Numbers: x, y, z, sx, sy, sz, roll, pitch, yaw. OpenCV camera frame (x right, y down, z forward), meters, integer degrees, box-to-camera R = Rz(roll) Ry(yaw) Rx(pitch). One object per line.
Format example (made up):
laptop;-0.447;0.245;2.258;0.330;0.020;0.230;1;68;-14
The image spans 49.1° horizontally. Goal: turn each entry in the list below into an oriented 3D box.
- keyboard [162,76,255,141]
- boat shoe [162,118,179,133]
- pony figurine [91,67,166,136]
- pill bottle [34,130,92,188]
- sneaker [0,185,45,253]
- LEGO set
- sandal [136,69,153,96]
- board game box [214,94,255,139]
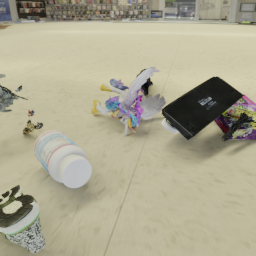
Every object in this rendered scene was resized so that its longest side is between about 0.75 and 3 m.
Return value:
keyboard;2.313;-0.424;7.504;2.815;0.290;1.789;-32;66;-36
boat shoe;1.471;-0.229;7.637;1.489;0.493;0.520;-5;43;-49
pony figurine;0.026;-0.831;8.586;2.038;1.758;2.111;-47;47;-15
pill bottle;-1.376;0.643;5.912;0.817;0.817;1.503;-16;27;-30
sneaker;-1.774;1.481;4.418;0.721;0.831;1.875;-29;14;-27
LEGO set;-3.146;-0.592;7.251;1.354;2.085;0.591;-36;18;38
sandal;0.733;-1.982;11.339;0.447;0.794;2.089;-22;25;19
board game box;3.408;-0.435;8.682;1.606;0.432;2.676;-4;27;-1
